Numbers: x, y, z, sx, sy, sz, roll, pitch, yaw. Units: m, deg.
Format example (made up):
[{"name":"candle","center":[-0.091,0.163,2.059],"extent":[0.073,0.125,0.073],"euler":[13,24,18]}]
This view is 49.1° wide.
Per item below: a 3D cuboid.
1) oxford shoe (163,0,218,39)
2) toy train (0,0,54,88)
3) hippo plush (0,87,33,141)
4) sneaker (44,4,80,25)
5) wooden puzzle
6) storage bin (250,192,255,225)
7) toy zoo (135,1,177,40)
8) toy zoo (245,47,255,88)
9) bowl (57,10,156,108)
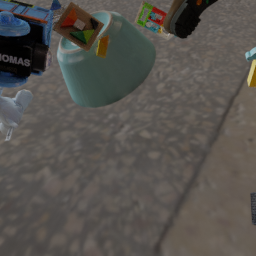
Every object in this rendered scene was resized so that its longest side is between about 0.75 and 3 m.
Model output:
[{"name":"oxford shoe","center":[1.688,-3.371,7.054],"extent":[2.306,0.838,0.973],"euler":[-48,39,2]},{"name":"toy train","center":[-2.533,-1.504,4.413],"extent":[2.753,1.193,1.573],"euler":[9,35,-11]},{"name":"hippo plush","center":[-3.030,-0.454,6.440],"extent":[1.158,1.147,1.440],"euler":[30,38,-22]},{"name":"sneaker","center":[-2.327,-4.148,9.817],"extent":[0.593,0.650,1.586],"euler":[-11,24,47]},{"name":"wooden puzzle","center":[-0.859,-1.841,5.057],"extent":[1.249,0.146,0.843],"euler":[24,65,-17]},{"name":"storage bin","center":[2.594,1.308,4.452],"extent":[0.812,1.201,0.563],"euler":[5,72,-4]},{"name":"toy zoo","center":[1.092,-3.611,9.659],"extent":[1.644,1.078,0.168],"euler":[26,74,-4]},{"name":"toy zoo","center":[3.339,-1.262,5.403],"extent":[2.160,1.417,0.221],"euler":[7,53,0]},{"name":"bowl","center":[-0.639,-1.698,6.224],"extent":[2.293,1.199,2.293],"euler":[-17,47,19]}]
